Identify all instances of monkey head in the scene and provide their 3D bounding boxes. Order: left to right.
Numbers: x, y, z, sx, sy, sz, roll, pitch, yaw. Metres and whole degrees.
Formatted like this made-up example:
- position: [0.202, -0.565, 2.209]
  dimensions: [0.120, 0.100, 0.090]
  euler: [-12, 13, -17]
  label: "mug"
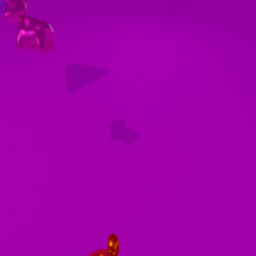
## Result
- position: [-0.295, 2.034, 3.763]
  dimensions: [0.798, 0.668, 1.109]
  euler: [-2, 32, 35]
  label: "monkey head"

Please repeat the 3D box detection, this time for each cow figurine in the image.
- position: [-1.805, -1.929, 5.160]
  dimensions: [1.028, 1.011, 0.564]
  euler: [13, 23, 21]
  label: "cow figurine"

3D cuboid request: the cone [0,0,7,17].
- position: [-3.160, -3.326, 6.970]
  dimensions: [1.456, 1.456, 1.462]
  euler: [4, 78, 4]
  label: "cone"
